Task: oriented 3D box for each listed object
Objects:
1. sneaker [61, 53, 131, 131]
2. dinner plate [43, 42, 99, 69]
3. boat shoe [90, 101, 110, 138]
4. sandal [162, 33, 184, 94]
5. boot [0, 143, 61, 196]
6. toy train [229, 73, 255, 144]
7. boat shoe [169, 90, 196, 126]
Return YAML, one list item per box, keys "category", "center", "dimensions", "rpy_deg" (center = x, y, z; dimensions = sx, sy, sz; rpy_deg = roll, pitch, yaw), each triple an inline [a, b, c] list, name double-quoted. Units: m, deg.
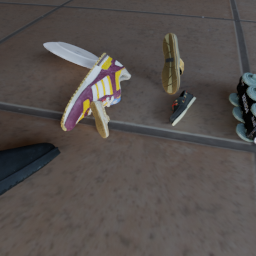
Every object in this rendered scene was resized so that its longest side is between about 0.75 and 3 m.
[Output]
- category: "sneaker"
  center: [-0.938, -0.971, 8.779]
  dimensions: [1.314, 1.093, 2.917]
  rpy_deg: [33, 70, -11]
- category: "dinner plate"
  center: [-1.969, -2.881, 10.957]
  dimensions: [2.622, 0.318, 2.622]
  rpy_deg: [21, 20, -8]
- category: "boat shoe"
  center: [-0.738, -0.278, 8.239]
  dimensions: [0.391, 1.130, 0.417]
  rpy_deg: [-19, 4, -38]
- category: "sandal"
  center: [1.610, -2.204, 9.705]
  dimensions: [0.564, 2.087, 0.838]
  rpy_deg: [-12, 18, -29]
- category: "boot"
  center: [-3.151, 0.418, 6.251]
  dimensions: [2.663, 0.986, 2.182]
  rpy_deg: [-33, 89, -30]
- category: "toy train"
  center: [3.964, -0.543, 8.079]
  dimensions: [1.607, 1.201, 2.819]
  rpy_deg: [15, 44, -4]
- category: "boat shoe"
  center: [1.617, -0.643, 8.817]
  dimensions: [0.536, 0.626, 1.710]
  rpy_deg: [39, 43, 3]
